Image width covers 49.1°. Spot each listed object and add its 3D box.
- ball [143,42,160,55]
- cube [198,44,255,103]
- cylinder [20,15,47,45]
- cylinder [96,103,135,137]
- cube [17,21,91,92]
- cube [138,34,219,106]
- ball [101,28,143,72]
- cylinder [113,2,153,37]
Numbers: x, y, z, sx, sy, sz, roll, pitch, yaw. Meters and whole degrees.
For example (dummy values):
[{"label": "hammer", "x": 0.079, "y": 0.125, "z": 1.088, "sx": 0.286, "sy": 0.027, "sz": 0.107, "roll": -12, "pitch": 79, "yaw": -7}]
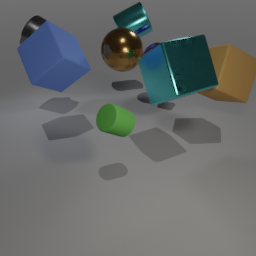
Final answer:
[{"label": "ball", "x": 1.326, "y": -3.059, "z": 12.410, "sx": 1.400, "sy": 1.400, "sz": 1.400, "roll": 0, "pitch": 29, "yaw": 0}, {"label": "cube", "x": 3.035, "y": -1.704, "z": 9.025, "sx": 1.400, "sy": 1.400, "sz": 1.400, "roll": 17, "pitch": 1, "yaw": -27}, {"label": "cylinder", "x": -3.109, "y": -3.283, "z": 10.645, "sx": 1.400, "sy": 1.400, "sz": 1.400, "roll": 31, "pitch": 31, "yaw": -3}, {"label": "cylinder", "x": -0.300, "y": -0.179, "z": 6.878, "sx": 0.700, "sy": 0.700, "sz": 0.700, "roll": 29, "pitch": 7, "yaw": 41}, {"label": "cube", "x": -2.308, "y": -2.174, "z": 8.824, "sx": 1.400, "sy": 1.400, "sz": 1.400, "roll": -32, "pitch": -16, "yaw": 21}, {"label": "cube", "x": 1.324, "y": -1.533, "z": 7.634, "sx": 1.400, "sy": 1.400, "sz": 1.400, "roll": -18, "pitch": 3, "yaw": -23}, {"label": "ball", "x": -0.194, "y": -2.562, "z": 9.219, "sx": 1.400, "sy": 1.400, "sz": 1.400, "roll": 0, "pitch": 29, "yaw": 0}, {"label": "cylinder", "x": 0.220, "y": -4.794, "z": 12.876, "sx": 1.400, "sy": 1.400, "sz": 1.400, "roll": -25, "pitch": 28, "yaw": 9}]
